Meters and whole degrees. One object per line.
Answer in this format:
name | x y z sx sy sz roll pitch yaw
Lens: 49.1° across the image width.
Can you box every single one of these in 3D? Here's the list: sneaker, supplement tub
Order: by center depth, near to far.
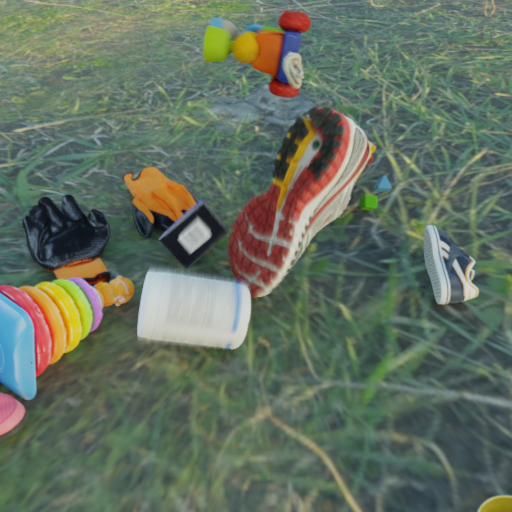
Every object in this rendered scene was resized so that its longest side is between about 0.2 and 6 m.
sneaker | -3.777 1.701 6.800 2.041 0.885 0.752 11 37 14
supplement tub | -0.854 0.746 7.669 1.396 0.921 0.921 10 33 -16
sneaker | 0.702 -0.610 8.485 1.298 3.159 1.230 6 35 -48
sneaker | 3.186 0.138 9.232 0.652 0.644 1.643 -2 46 5

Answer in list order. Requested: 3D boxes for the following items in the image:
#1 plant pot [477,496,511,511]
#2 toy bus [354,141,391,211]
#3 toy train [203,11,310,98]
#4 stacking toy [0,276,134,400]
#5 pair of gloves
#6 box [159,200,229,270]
plant pot | 2.483 2.859 5.436 0.806 0.572 0.806 1 34 -1
toy bus | 1.547 -1.671 11.422 1.959 1.848 1.012 -10 -7 -15
toy train | -0.069 -2.966 8.091 1.557 1.139 2.691 9 26 1
stacking toy | -2.702 0.790 7.995 1.317 1.393 2.400 25 31 29
pair of gloves | -2.555 -0.586 10.457 3.286 0.406 2.927 -22 43 -25
box | -1.014 -0.383 9.208 0.937 0.661 1.266 -42 9 -1
